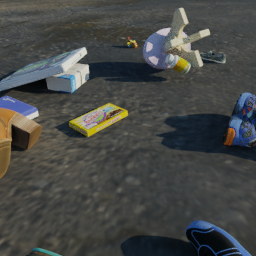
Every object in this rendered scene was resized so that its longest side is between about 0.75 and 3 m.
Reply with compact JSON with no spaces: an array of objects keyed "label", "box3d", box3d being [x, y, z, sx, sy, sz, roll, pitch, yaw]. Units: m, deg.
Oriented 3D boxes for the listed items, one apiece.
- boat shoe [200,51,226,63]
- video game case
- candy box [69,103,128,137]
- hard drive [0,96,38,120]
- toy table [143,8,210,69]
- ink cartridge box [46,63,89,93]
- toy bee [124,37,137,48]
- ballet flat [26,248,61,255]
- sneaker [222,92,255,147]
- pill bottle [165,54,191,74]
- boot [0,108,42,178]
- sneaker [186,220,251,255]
[{"label":"boat shoe","box3d":[4.045,-3.478,13.419,0.505,0.429,1.388,-27,41,-36]},{"label":"video game case","box3d":[-3.226,-2.299,10.712,2.830,0.330,2.573,-12,25,17]},{"label":"candy box","box3d":[-0.873,-0.288,8.503,0.848,0.219,1.659,23,39,36]},{"label":"hard drive","box3d":[-4.187,-0.199,8.258,1.645,0.316,2.493,21,37,29]},{"label":"toy table","box3d":[2.040,-3.425,11.446,2.568,2.361,1.504,-40,16,-29]},{"label":"ink cartridge box","box3d":[-2.290,-1.973,10.820,1.071,0.619,1.467,11,34,17]},{"label":"toy bee","box3d":[0.100,-4.674,15.290,0.917,0.498,0.600,11,35,17]},{"label":"ballet flat","box3d":[-0.352,2.361,3.734,2.746,0.934,0.939,0,40,19]},{"label":"sneaker","box3d":[3.358,-0.181,7.895,0.923,0.887,2.354,21,46,18]},{"label":"pill bottle","box3d":[1.951,-2.540,11.046,0.931,0.517,0.517,23,26,-20]},{"label":"boot","box3d":[-3.637,0.126,6.546,2.196,1.085,2.828,21,30,4]},{"label":"sneaker","box3d":[1.490,2.140,4.218,0.695,0.625,1.783,-17,36,-38]}]
